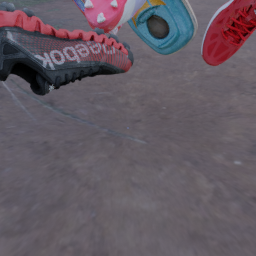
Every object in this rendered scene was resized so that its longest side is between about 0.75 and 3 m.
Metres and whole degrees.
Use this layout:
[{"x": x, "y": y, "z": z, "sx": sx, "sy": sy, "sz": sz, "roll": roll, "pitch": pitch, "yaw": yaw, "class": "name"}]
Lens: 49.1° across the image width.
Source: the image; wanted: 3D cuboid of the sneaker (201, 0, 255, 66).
[{"x": 2.521, "y": -2.410, "z": 6.189, "sx": 1.052, "sy": 2.685, "sz": 1.551, "roll": 28, "pitch": 33, "yaw": -1, "class": "sneaker"}]

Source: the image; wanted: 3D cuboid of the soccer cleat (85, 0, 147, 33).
[{"x": 0.261, "y": -2.953, "z": 5.688, "sx": 2.696, "sy": 0.899, "sz": 1.031, "roll": -39, "pitch": -2, "yaw": 9, "class": "soccer cleat"}]

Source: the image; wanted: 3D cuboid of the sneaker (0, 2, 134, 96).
[{"x": -0.970, "y": -1.014, "z": 4.363, "sx": 2.363, "sy": 1.155, "sz": 0.835, "roll": 5, "pitch": -10, "yaw": -30, "class": "sneaker"}]

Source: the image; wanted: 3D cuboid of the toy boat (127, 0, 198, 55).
[{"x": 1.045, "y": -3.324, "z": 7.218, "sx": 2.491, "sy": 2.963, "sz": 1.377, "roll": 44, "pitch": 48, "yaw": -10, "class": "toy boat"}]

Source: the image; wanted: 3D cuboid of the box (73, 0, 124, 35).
[{"x": -1.015, "y": -4.319, "z": 8.935, "sx": 1.140, "sy": 2.409, "sz": 1.236, "roll": 30, "pitch": 83, "yaw": 38, "class": "box"}]
